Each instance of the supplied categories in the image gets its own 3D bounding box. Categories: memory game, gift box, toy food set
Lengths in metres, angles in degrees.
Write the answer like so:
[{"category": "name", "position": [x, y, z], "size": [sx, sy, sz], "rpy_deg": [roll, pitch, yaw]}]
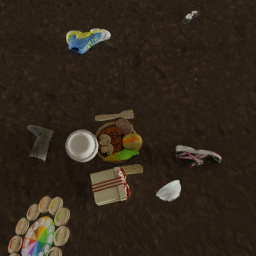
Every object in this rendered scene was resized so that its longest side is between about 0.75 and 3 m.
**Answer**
[{"category": "memory game", "position": [-2.812, 3.422, 8.592], "size": [2.816, 0.179, 2.816], "rpy_deg": [-25, 45, 28]}, {"category": "gift box", "position": [-0.575, 2.029, 9.567], "size": [1.188, 1.272, 1.174], "rpy_deg": [-13, 76, -6]}, {"category": "toy food set", "position": [-0.406, 0.462, 10.721], "size": [1.840, 0.535, 2.666], "rpy_deg": [-8, 65, -4]}]

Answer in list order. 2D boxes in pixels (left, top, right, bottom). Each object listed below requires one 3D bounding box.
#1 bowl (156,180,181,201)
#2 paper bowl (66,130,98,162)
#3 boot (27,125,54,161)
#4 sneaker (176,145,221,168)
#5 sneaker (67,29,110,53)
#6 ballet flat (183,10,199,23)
[{"category": "bowl", "position": [1.229, 1.857, 8.054], "size": [0.771, 0.771, 0.346], "rpy_deg": [-32, 89, -14]}, {"category": "paper bowl", "position": [-1.636, 0.616, 9.862], "size": [1.119, 0.582, 1.119], "rpy_deg": [0, 76, 0]}, {"category": "boot", "position": [-3.526, 0.573, 10.778], "size": [1.144, 0.457, 1.258], "rpy_deg": [13, 72, 8]}, {"category": "sneaker", "position": [2.562, 1.166, 10.428], "size": [1.677, 0.674, 0.724], "rpy_deg": [11, 79, 12]}, {"category": "sneaker", "position": [-1.796, -3.879, 12.782], "size": [2.006, 0.760, 1.054], "rpy_deg": [-3, 78, 5]}, {"category": "ballet flat", "position": [3.075, -5.477, 13.673], "size": [0.991, 0.362, 0.362], "rpy_deg": [-33, 69, -14]}]
